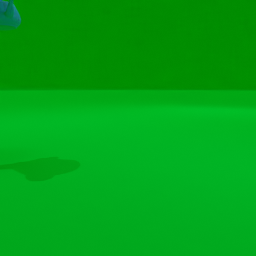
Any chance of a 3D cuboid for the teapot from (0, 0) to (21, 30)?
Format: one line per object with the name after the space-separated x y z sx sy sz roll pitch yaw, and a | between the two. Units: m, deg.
-2.374 -2.158 5.252 1.117 0.547 0.694 6 12 44 | teapot
